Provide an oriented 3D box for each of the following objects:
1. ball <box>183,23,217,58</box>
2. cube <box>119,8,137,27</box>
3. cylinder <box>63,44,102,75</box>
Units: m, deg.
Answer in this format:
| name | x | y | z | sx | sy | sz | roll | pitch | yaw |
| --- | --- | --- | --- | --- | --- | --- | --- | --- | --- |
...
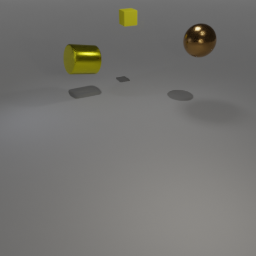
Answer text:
| name | x | y | z | sx | sy | sz | roll | pitch | yaw |
| --- | --- | --- | --- | --- | --- | --- | --- | --- | --- |
| ball | 3.081 | -3.750 | 12.039 | 1.400 | 1.400 | 1.400 | 0 | 29 | 0 |
| cube | 0.001 | -5.432 | 13.740 | 0.700 | 0.700 | 0.700 | -14 | 35 | -19 |
| cylinder | -2.209 | -3.306 | 13.538 | 1.400 | 1.400 | 1.400 | -8 | 28 | -34 |
